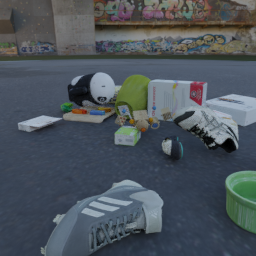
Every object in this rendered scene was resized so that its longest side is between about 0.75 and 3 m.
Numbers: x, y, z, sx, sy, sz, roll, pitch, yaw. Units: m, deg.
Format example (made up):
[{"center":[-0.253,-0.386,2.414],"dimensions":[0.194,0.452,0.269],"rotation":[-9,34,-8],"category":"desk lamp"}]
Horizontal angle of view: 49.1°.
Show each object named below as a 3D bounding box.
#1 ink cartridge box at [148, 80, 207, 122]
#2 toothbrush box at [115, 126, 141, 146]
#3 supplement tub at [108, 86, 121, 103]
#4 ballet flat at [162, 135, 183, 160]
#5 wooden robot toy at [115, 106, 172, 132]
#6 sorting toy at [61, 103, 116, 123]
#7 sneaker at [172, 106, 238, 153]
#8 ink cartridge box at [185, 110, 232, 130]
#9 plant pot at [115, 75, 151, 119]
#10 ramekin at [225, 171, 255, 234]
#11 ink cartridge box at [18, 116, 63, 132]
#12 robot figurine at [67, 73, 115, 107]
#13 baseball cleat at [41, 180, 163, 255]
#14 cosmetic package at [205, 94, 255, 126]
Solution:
[{"center":[2.162,-1.208,12.415],"dimensions":[2.381,1.735,0.986],"rotation":[8,20,24],"category":"ink cartridge box"},{"center":[0.001,0.265,9.990],"dimensions":[0.708,0.418,0.972],"rotation":[5,20,14],"category":"toothbrush box"},{"center":[-0.832,-1.879,15.734],"dimensions":[1.348,0.977,0.977],"rotation":[0,18,0],"category":"supplement tub"},{"center":[1.348,0.598,8.756],"dimensions":[0.607,0.607,1.663],"rotation":[1,12,4],"category":"ballet flat"},{"center":[0.594,-0.130,10.111],"dimensions":[2.117,0.932,0.960],"rotation":[-6,39,-3],"category":"wooden robot toy"},{"center":[-2.175,-0.809,13.322],"dimensions":[2.847,0.419,2.104],"rotation":[5,19,15],"category":"sorting toy"},{"center":[2.487,0.096,8.604],"dimensions":[2.449,1.074,0.926],"rotation":[14,-31,-21],"category":"sneaker"},{"center":[3.125,-0.226,11.123],"dimensions":[1.560,0.655,1.135],"rotation":[-8,19,-23],"category":"ink cartridge box"},{"center":[0.208,-1.267,13.035],"dimensions":[1.835,1.835,1.962],"rotation":[7,33,22],"category":"plant pot"},{"center":[2.704,1.505,5.672],"dimensions":[1.449,0.708,1.449],"rotation":[0,18,0],"category":"ramekin"},{"center":[-3.561,-0.164,11.499],"dimensions":[1.197,0.304,1.359],"rotation":[9,20,29],"category":"ink cartridge box"},{"center":[-1.675,-1.683,12.654],"dimensions":[2.315,1.445,1.739],"rotation":[-3,45,34],"category":"robot figurine"},{"center":[-0.188,1.631,4.980],"dimensions":[1.383,0.906,2.599],"rotation":[10,21,29],"category":"baseball cleat"},{"center":[5.169,-0.918,13.172],"dimensions":[2.921,0.755,2.202],"rotation":[-16,26,-40],"category":"cosmetic package"}]
